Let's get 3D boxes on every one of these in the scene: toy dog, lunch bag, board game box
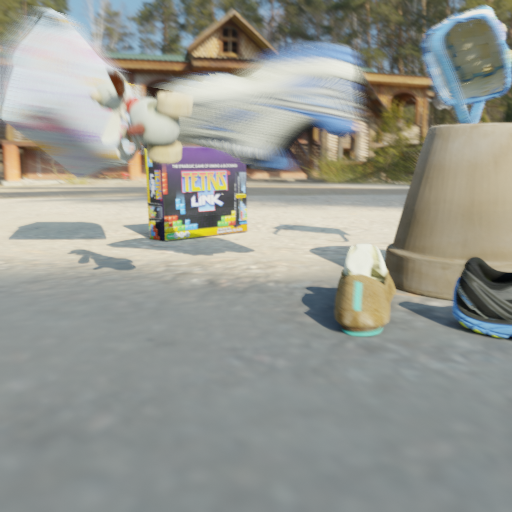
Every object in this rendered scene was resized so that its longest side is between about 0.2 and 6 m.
[{"bbox_3d":[-1.591,-1.728,6.982,1.756,1.158,0.846,8,17,41],"label":"toy dog"},{"bbox_3d":[-3.518,-3.102,10.798,1.589,2.499,2.119,-12,-28,21],"label":"lunch bag"},{"bbox_3d":[-1.422,-1.602,14.040,2.690,2.224,0.763,-10,13,-43],"label":"board game box"}]

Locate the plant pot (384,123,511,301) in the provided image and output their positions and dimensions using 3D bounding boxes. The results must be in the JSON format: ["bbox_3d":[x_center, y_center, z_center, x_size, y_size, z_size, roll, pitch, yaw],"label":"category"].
[{"bbox_3d":[3.357,-0.724,8.343,2.737,2.375,2.737,1,10,0],"label":"plant pot"}]

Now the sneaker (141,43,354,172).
[{"bbox_3d":[-0.205,-1.993,8.622,3.643,1.552,1.404,-12,4,23],"label":"sneaker"}]

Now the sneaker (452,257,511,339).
[{"bbox_3d":[3.134,0.428,5.601,2.308,0.956,0.818,7,13,37],"label":"sneaker"}]

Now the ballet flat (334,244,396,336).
[{"bbox_3d":[1.299,0.293,6.842,0.763,0.814,2.251,-2,8,15],"label":"ballet flat"}]

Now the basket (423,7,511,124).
[{"bbox_3d":[3.607,-3.353,9.670,1.334,1.690,1.917,-3,40,44],"label":"basket"}]
